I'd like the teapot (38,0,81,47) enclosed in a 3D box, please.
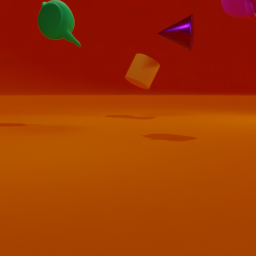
[{"bbox_3d":[-2.261,-3.447,9.226,1.225,1.970,0.965,-41,-13,19],"label":"teapot"}]

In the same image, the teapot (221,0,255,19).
[{"bbox_3d":[2.744,-3.334,6.541,1.244,2.001,0.980,-15,-29,32],"label":"teapot"}]

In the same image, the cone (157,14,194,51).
[{"bbox_3d":[1.953,-3.991,11.792,1.467,1.462,1.462,5,8,17],"label":"cone"}]

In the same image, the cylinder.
[{"bbox_3d":[0.646,-2.530,12.613,1.194,1.194,1.194,26,0,0],"label":"cylinder"}]
